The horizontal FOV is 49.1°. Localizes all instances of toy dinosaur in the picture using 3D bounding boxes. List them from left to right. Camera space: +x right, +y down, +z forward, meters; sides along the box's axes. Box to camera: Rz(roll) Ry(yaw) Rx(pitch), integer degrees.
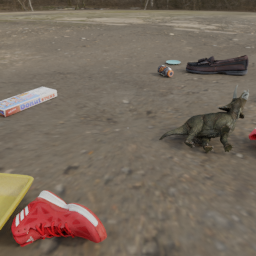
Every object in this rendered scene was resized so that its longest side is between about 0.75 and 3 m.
[{"bbox_3d":[2.084,-0.002,7.305,2.501,0.963,1.279,-24,27,25],"label":"toy dinosaur"}]

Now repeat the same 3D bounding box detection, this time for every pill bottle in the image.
[{"bbox_3d":[1.717,-2.561,12.700,0.416,0.416,0.783,-15,31,-27],"label":"pill bottle"}]

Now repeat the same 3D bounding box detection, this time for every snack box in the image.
[{"bbox_3d":[-3.579,-0.971,9.798,0.801,0.271,2.227,17,32,30],"label":"snack box"}]

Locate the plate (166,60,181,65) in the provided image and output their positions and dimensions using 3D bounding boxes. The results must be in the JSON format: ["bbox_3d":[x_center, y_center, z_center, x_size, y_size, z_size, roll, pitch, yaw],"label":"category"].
[{"bbox_3d":[2.386,-3.436,14.726,0.759,0.097,0.759,1,27,0],"label":"plate"}]

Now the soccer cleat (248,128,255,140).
[{"bbox_3d":[3.724,0.556,6.657,0.712,0.663,1.945,-32,39,3],"label":"soccer cleat"}]

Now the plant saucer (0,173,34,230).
[{"bbox_3d":[-2.921,1.524,4.796,1.999,0.484,1.999,4,27,7],"label":"plant saucer"}]

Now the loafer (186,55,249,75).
[{"bbox_3d":[4.147,-3.029,13.079,2.809,0.885,1.010,5,28,9],"label":"loafer"}]

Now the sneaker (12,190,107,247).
[{"bbox_3d":[-1.195,1.676,4.523,1.672,0.655,0.966,7,34,40],"label":"sneaker"}]
